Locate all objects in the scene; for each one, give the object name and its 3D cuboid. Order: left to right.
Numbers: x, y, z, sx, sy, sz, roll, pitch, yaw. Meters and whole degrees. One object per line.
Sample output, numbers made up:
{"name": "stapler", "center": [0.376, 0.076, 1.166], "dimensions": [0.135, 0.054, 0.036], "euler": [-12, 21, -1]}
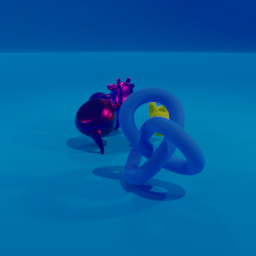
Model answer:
{"name": "teapot", "center": [-0.726, -0.137, 6.753], "dimensions": [1.035, 0.815, 1.665], "euler": [-18, 44, 11]}
{"name": "cow figurine", "center": [-0.515, -0.739, 7.839], "dimensions": [0.917, 1.644, 1.671], "euler": [-9, 30, -39]}
{"name": "knot shape", "center": [0.450, 0.089, 4.741], "dimensions": [0.786, 1.591, 1.700], "euler": [-6, -7, -46]}
{"name": "cow figurine", "center": [0.754, -0.166, 6.610], "dimensions": [0.597, 1.070, 1.088], "euler": [-4, 52, 6]}
